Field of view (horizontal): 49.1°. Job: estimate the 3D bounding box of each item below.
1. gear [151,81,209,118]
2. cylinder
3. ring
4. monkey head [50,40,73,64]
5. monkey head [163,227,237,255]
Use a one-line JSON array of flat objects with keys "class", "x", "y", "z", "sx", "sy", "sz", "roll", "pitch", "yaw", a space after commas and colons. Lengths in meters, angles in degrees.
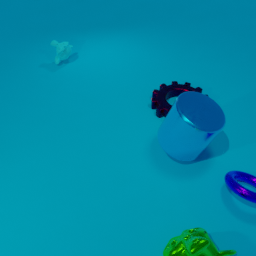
[{"class": "gear", "x": 1.750, "y": -0.883, "z": 9.474, "sx": 1.908, "sy": 0.353, "sz": 1.908, "roll": 0, "pitch": 45, "yaw": 0}, {"class": "cylinder", "x": 1.660, "y": -0.032, "z": 7.525, "sx": 1.375, "sy": 1.375, "sz": 1.375, "roll": 11, "pitch": 49, "yaw": -13}, {"class": "ring", "x": 2.987, "y": 1.441, "z": 6.880, "sx": 1.242, "sy": 0.248, "sz": 1.242, "roll": 14, "pitch": 20, "yaw": -5}, {"class": "monkey head", "x": -2.715, "y": -3.162, "z": 11.345, "sx": 0.808, "sy": 0.677, "sz": 1.123, "roll": 28, "pitch": 67, "yaw": 10}, {"class": "monkey head", "x": 1.337, "y": 2.535, "z": 5.387, "sx": 1.689, "sy": 1.215, "sz": 1.018, "roll": -26, "pitch": 78, "yaw": -16}]
